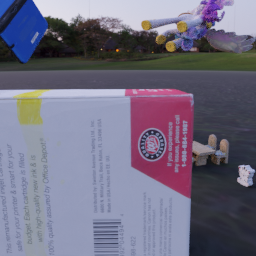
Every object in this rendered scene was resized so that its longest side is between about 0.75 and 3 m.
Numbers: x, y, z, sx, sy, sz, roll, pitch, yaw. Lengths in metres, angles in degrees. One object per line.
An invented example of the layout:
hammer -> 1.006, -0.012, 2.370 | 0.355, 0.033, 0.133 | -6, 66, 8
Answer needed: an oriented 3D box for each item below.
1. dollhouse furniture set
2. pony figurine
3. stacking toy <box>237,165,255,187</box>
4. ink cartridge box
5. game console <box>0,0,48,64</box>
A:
dollhouse furniture set -> 1.323, 0.234, 5.966 | 1.121, 0.850, 1.279 | -5, 15, -21
pony figurine -> 2.135, -3.118, 8.202 | 2.663, 2.218, 2.571 | -33, 37, -30
stacking toy -> 2.679, 0.875, 4.501 | 1.101, 0.343, 1.461 | -7, 16, -25
ink cartridge box -> -0.676, 0.503, 2.929 | 2.481, 1.801, 1.035 | 0, 13, 0
game console -> -3.278, -2.808, 7.522 | 1.117, 1.611, 1.888 | -5, 50, 23
